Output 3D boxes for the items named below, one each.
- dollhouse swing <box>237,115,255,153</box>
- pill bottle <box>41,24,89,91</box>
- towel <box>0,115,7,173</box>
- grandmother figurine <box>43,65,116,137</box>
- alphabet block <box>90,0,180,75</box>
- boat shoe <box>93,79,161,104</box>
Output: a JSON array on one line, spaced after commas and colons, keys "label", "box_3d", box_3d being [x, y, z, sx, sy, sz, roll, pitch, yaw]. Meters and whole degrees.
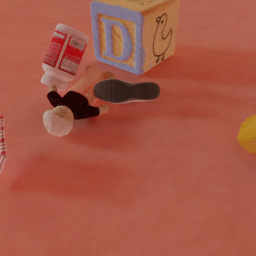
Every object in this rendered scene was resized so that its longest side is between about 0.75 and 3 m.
[{"label": "dollhouse swing", "box_3d": [3.583, 0.312, 7.099, 1.081, 1.046, 1.190, -24, 19, 41]}, {"label": "pill bottle", "box_3d": [-1.978, -2.119, 8.573, 1.029, 1.833, 1.029, 23, 7, -3]}, {"label": "towel", "box_3d": [-2.802, 0.462, 6.123, 0.189, 0.922, 1.260, 6, 45, -34]}, {"label": "grandmother figurine", "box_3d": [-1.471, -0.826, 7.981, 1.815, 0.907, 2.994, 13, 40, 11]}, {"label": "alphabet block", "box_3d": [0.276, -3.649, 10.372, 2.303, 2.291, 2.346, 28, 49, 27]}, {"label": "boat shoe", "box_3d": [-0.029, -1.043, 8.180, 1.927, 0.710, 0.618, -1, -3, 4]}]
